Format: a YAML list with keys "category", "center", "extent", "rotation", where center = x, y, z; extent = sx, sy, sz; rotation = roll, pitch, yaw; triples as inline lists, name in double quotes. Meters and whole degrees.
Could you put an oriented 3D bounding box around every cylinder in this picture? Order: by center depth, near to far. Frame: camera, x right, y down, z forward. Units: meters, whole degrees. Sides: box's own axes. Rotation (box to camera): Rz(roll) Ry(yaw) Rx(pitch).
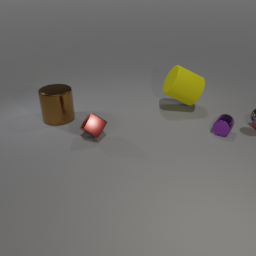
- category: "cylinder"
  center: [3.819, -0.114, 11.199]
  extent: [0.700, 0.700, 0.700]
  rotation: [16, 32, 27]
- category: "cylinder"
  center: [-3.081, -1.035, 12.164]
  extent: [1.400, 1.400, 1.400]
  rotation: [0, 28, 0]
- category: "cylinder"
  center: [2.519, -1.926, 12.744]
  extent: [1.400, 1.400, 1.400]
  rotation: [23, 25, -15]

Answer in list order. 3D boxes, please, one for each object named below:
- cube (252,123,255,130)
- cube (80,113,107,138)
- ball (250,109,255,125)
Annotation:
- category: "cube"
  center: [5.611, -0.228, 11.417]
  extent: [0.700, 0.700, 0.700]
  rotation: [-2, 29, -5]
- category: "cube"
  center: [-1.327, -0.094, 10.688]
  extent: [0.700, 0.700, 0.700]
  rotation: [32, -11, -17]
- category: "ball"
  center: [5.030, -0.434, 10.646]
  extent: [0.700, 0.700, 0.700]
  rotation: [0, 28, 0]
